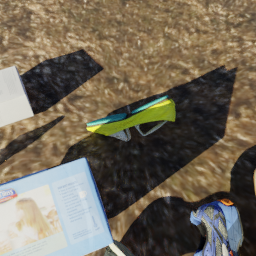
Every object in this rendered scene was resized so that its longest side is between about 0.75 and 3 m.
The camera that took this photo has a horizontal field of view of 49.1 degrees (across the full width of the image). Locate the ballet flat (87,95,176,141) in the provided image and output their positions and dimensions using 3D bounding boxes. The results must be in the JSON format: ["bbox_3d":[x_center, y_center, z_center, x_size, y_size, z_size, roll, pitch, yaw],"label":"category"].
[{"bbox_3d":[0.102,-0.105,6.859,2.249,0.754,0.751,-19,10,9],"label":"ballet flat"}]

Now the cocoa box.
[{"bbox_3d":[-1.566,1.548,4.887,2.249,1.476,1.500,-18,86,-11],"label":"cocoa box"}]

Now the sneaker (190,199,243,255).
[{"bbox_3d":[1.592,2.391,4.911,0.865,0.831,2.206,-2,61,-6],"label":"sneaker"}]

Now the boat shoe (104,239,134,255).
[{"bbox_3d":[0.091,2.693,4.768,1.743,0.651,0.578,34,85,40],"label":"boat shoe"}]

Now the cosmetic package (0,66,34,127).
[{"bbox_3d":[-3.351,-0.785,7.347,1.331,0.818,1.327,-21,52,-14],"label":"cosmetic package"}]

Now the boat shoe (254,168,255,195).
[{"bbox_3d":[2.965,1.025,5.877,0.494,0.495,1.372,-2,25,34],"label":"boat shoe"}]
